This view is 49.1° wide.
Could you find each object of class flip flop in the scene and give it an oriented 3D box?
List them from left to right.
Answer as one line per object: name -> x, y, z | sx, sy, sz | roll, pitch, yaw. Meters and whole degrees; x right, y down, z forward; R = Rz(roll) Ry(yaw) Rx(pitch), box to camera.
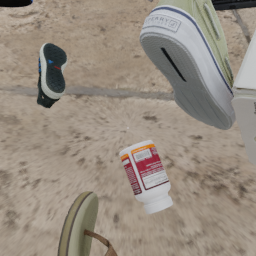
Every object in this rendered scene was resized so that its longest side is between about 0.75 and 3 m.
flip flop -> -0.262, 1.426, 2.276 | 0.569, 0.801, 1.975 | -4, 38, -5

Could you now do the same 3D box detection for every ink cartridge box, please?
ink cartridge box -> 2.568, -1.005, 3.730 | 1.225, 2.111, 2.925 | 16, 71, 36

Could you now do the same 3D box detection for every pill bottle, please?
pill bottle -> 0.234, 0.593, 3.390 | 0.454, 0.454, 0.803 | -17, 78, -16

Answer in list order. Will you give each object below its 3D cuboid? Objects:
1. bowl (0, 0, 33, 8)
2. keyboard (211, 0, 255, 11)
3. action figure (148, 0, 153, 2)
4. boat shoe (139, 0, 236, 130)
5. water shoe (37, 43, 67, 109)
bowl -> -2.114, -2.217, 4.606 | 1.115, 0.219, 1.115 | 0, 9, 0
keyboard -> 1.898, -2.495, 4.920 | 1.585, 0.314, 0.825 | 9, 74, 31
action figure -> 1.369, -4.443, 7.149 | 2.645, 2.558, 1.383 | 5, 67, 19
boat shoe -> 1.010, -0.720, 3.606 | 0.908, 2.521, 0.782 | 25, 81, 34
water shoe -> -1.838, -1.247, 6.407 | 0.661, 0.729, 1.848 | 23, 38, -31
